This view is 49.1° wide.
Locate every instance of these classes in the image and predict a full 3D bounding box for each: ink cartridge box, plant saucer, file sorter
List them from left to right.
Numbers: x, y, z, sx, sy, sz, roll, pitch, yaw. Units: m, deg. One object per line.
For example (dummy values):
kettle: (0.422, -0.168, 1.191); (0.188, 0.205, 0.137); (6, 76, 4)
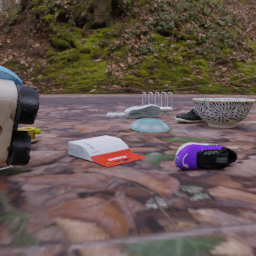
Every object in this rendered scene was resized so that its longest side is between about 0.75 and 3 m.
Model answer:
ink cartridge box: (-0.494, 0.489, 6.498); (1.197, 0.420, 1.473); (-8, 8, -43)
plant saucer: (0.805, -0.142, 10.400); (1.509, 0.291, 1.509); (1, 14, 0)
file sorter: (1.913, -1.767, 18.413); (1.877, 1.169, 1.303); (0, 9, -6)

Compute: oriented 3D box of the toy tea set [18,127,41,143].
toy tea set: (-3.961, -0.070, 7.763); (2.818, 1.043, 1.676); (2, 9, 12)

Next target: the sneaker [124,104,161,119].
sneaker: (0.703, -0.867, 13.958); (1.906, 0.696, 0.675); (-5, 20, -23)

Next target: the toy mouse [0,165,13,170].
toy mouse: (-2.859, 0.800, 4.374); (1.492, 0.289, 1.326); (-1, 2, 25)

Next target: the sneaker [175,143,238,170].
sneaker: (1.593, 0.565, 5.489); (1.405, 0.489, 0.699); (-5, 11, -31)

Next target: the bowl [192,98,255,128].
bowl: (3.708, -0.600, 11.036); (2.337, 1.097, 2.337); (1, 9, 0)

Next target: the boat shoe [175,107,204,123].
boat shoe: (2.992, -0.650, 12.550); (2.286, 0.773, 0.821); (-8, 13, -34)

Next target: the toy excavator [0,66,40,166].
toy excavator: (-2.984, -0.170, 5.724); (1.407, 2.738, 2.816); (3, 29, -34)

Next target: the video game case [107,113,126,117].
video game case: (-0.283, -0.691, 14.764); (1.619, 0.146, 1.159); (0, 9, -1)
